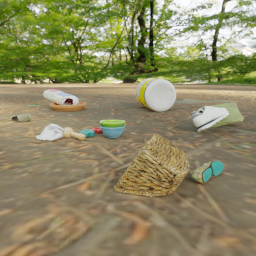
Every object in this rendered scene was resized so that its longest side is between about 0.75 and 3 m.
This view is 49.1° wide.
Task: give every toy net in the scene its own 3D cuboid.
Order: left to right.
[{"bbox_3d":[-1.354,0.007,8.132,2.509,0.485,1.316,-2,11,-7],"label":"toy net"}]

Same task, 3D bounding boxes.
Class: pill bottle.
[{"bbox_3d":[1.291,-1.733,14.189,1.530,1.530,2.800,-2,11,-10],"label":"pill bottle"}]

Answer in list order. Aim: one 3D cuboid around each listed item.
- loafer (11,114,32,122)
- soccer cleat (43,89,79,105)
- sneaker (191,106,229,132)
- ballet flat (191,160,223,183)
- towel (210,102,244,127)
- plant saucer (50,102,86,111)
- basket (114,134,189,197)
[{"bbox_3d":[-4.002,-0.355,10.498,0.809,0.306,0.276,-7,11,14],"label":"loafer"},{"bbox_3d":[-3.420,-1.493,14.034,1.884,0.658,0.813,12,26,3],"label":"soccer cleat"},{"bbox_3d":[2.637,-0.439,8.925,1.632,0.657,0.624,-23,-11,-43],"label":"sneaker"},{"bbox_3d":[1.392,0.752,4.953,0.307,0.307,0.869,9,16,39],"label":"ballet flat"},{"bbox_3d":[3.269,-0.460,9.723,1.240,0.226,0.920,-11,52,0],"label":"towel"},{"bbox_3d":[-2.974,-1.073,13.957,1.772,0.332,1.772,-1,12,0],"label":"plant saucer"},{"bbox_3d":[0.463,0.751,4.696,0.841,0.877,1.178,35,18,7],"label":"basket"}]
